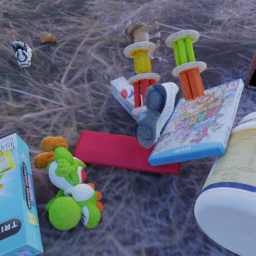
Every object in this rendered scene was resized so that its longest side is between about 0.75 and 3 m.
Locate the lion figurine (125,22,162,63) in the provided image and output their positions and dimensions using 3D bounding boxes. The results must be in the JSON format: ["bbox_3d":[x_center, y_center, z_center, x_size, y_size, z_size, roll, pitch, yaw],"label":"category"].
[{"bbox_3d":[0.567,-3.450,11.341,1.485,0.879,2.425,-6,53,11],"label":"lion figurine"}]

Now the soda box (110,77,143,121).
[{"bbox_3d":[0.054,-0.996,9.340,0.530,0.571,1.671,-26,54,-21],"label":"soda box"}]

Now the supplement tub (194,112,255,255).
[{"bbox_3d":[2.987,1.181,6.374,2.127,2.127,2.945,24,52,20],"label":"supplement tub"}]

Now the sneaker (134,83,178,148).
[{"bbox_3d":[0.784,-0.278,7.223,0.888,2.039,0.759,-25,58,-41],"label":"sneaker"}]

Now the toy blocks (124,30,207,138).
[{"bbox_3d":[1.144,-1.138,7.963,2.263,0.986,2.715,-10,84,15],"label":"toy blocks"}]

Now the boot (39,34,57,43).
[{"bbox_3d":[-3.416,-3.761,11.998,0.605,0.288,0.782,-27,42,-23],"label":"boot"}]

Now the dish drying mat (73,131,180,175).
[{"bbox_3d":[-0.004,0.702,8.010,2.971,0.270,1.141,7,44,5],"label":"dish drying mat"}]

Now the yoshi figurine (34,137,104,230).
[{"bbox_3d":[-1.621,1.421,6.761,1.347,1.352,2.406,-37,63,-3],"label":"yoshi figurine"}]

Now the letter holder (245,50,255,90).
[{"bbox_3d":[5.209,-2.594,10.049,1.152,1.628,2.290,19,51,16],"label":"letter holder"}]

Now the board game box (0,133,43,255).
[{"bbox_3d":[-3.335,1.785,6.444,2.247,0.699,2.977,-24,51,-2],"label":"board game box"}]

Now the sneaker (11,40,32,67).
[{"bbox_3d":[-4.187,-3.162,11.017,0.574,0.936,1.438,-5,48,-6],"label":"sneaker"}]

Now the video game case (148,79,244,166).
[{"bbox_3d":[1.915,-0.195,7.710,2.094,0.260,2.926,-16,30,42],"label":"video game case"}]
